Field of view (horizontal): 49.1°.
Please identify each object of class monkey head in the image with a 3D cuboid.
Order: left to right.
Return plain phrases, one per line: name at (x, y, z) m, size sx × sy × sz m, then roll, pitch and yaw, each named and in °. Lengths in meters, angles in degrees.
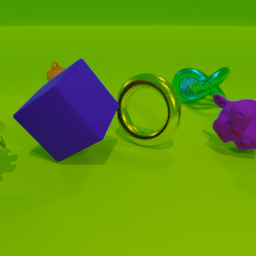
monkey head at (2.539, -0.251, 6.043) m, size 1.843 × 1.326 × 1.110 m, roll 28°, pitch 63°, yaw 28°

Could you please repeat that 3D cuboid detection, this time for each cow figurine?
cow figurine at (2.495, -1.704, 11.061) m, size 0.695 × 1.246 × 1.266 m, roll -14°, pitch 55°, yaw 34°

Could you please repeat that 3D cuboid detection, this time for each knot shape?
knot shape at (2.655, -1.363, 9.531) m, size 2.001 × 0.925 × 1.873 m, roll -8°, pitch -23°, yaw 45°

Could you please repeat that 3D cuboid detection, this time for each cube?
cube at (-1.218, -0.368, 5.857) m, size 1.337 × 1.337 × 1.337 m, roll -27°, pitch 24°, yaw 29°

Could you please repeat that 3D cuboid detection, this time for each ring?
ring at (0.431, -0.409, 6.564) m, size 1.717 × 1.717 × 0.343 m, roll 13°, pitch 16°, yaw 29°

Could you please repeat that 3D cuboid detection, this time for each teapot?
teapot at (-2.635, -1.988, 10.958) m, size 0.988 × 1.589 × 0.778 m, roll 20°, pitch 65°, yaw 22°

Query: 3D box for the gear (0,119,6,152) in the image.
gear at (-3.212, 0.246, 5.082) m, size 1.810 × 0.335 × 1.810 m, roll 3°, pitch 65°, yaw -5°
